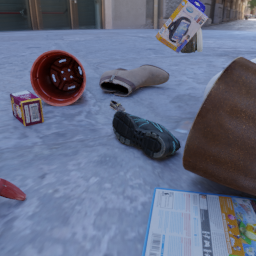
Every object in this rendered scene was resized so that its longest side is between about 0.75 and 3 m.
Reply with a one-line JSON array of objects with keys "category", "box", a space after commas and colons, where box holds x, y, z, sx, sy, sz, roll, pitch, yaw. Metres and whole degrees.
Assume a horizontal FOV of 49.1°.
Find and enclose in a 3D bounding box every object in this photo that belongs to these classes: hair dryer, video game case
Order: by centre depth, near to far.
[{"category": "video game case", "box": [1.589, 1.673, 4.374, 2.567, 0.228, 1.837, 4, 23, 10]}, {"category": "hair dryer", "box": [-2.426, 1.113, 5.229, 1.079, 0.822, 0.293, 19, 65, -4]}]

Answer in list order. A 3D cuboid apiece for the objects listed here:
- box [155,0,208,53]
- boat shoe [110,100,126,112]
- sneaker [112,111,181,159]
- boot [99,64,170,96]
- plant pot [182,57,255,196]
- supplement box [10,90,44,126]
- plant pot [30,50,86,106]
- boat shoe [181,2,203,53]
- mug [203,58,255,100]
[{"category": "box", "box": [1.660, -3.095, 8.406, 0.916, 1.539, 0.319, 21, 36, -32]}, {"category": "boat shoe", "box": [-0.376, -0.774, 9.945, 0.305, 0.253, 0.849, -16, 28, -32]}, {"category": "sneaker", "box": [0.413, 0.163, 7.369, 0.864, 0.822, 2.180, -5, 29, -42]}, {"category": "boot", "box": [0.229, -1.967, 12.022, 2.854, 1.002, 2.087, 6, 31, 14]}, {"category": "plant pot", "box": [2.683, 0.330, 4.888, 2.558, 2.391, 2.391, 30, 35, 27]}, {"category": "supplement box", "box": [-3.257, -0.658, 8.993, 0.632, 0.801, 1.224, -17, 28, -34]}, {"category": "plant pot", "box": [-2.535, -2.025, 10.975, 2.007, 2.007, 1.952, -1, 15, -2]}, {"category": "boat shoe", "box": [2.007, -3.674, 9.233, 0.728, 2.437, 0.871, -5, -4, 19]}, {"category": "mug", "box": [3.371, -1.017, 7.021, 2.478, 1.985, 2.035, -48, 1, -11]}]
